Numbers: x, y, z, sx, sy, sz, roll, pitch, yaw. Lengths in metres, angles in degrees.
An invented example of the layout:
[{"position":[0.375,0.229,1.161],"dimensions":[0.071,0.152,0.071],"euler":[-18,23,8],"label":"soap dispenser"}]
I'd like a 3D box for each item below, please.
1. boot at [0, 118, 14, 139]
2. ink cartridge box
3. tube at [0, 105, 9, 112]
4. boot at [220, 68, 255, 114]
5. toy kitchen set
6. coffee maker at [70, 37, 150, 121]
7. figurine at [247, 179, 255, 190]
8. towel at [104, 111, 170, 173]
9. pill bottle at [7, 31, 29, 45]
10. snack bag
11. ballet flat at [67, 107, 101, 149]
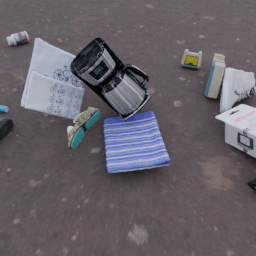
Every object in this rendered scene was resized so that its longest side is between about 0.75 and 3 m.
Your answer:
[{"position":[-5.374,0.217,10.270],"dimensions":[1.365,0.724,2.073],"euler":[15,38,18],"label":"boot"},{"position":[4.544,0.158,9.763],"dimensions":[1.558,0.897,2.690],"euler":[-23,30,-20],"label":"ink cartridge box"},{"position":[-5.365,-0.829,11.505],"dimensions":[0.942,0.237,0.365],"euler":[9,34,15],"label":"tube"},{"position":[4.611,-1.567,11.577],"dimensions":[1.377,1.060,2.881],"euler":[9,46,17],"label":"boot"},{"position":[3.225,-2.521,12.604],"dimensions":[1.915,1.408,2.390],"euler":[13,28,12],"label":"toy kitchen set"},{"position":[-0.793,-1.811,10.388],"dimensions":[1.775,2.636,2.532],"euler":[-54,31,-13],"label":"coffee maker"},{"position":[5.088,1.631,8.815],"dimensions":[1.975,0.871,2.024],"euler":[28,52,29],"label":"figurine"},{"position":[0.198,0.376,9.882],"dimensions":[2.060,0.339,2.845],"euler":[-8,37,-3],"label":"towel"},{"position":[-5.864,-4.750,14.918],"dimensions":[1.039,0.575,0.575],"euler":[-23,51,-21],"label":"pill bottle"},{"position":[-2.559,-1.715,10.334],"dimensions":[0.271,2.384,2.528],"euler":[7,85,44],"label":"snack bag"},{"position":[-1.613,-0.054,9.386],"dimensions":[0.654,0.590,1.738],"euler":[23,60,21],"label":"ballet flat"}]
